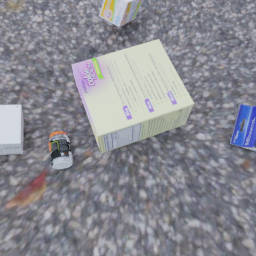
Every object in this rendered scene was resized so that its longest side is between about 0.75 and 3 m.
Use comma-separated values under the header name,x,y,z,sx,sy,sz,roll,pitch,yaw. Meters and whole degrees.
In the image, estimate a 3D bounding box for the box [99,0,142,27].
name,x,y,z,sx,sy,sz,roll,pitch,yaw
box,-0.201,-4.174,9.570,0.799,0.886,1.576,30,37,5

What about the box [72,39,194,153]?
name,x,y,z,sx,sy,sz,roll,pitch,yaw
box,0.076,-0.924,8.033,2.686,1.299,2.363,-19,66,-10

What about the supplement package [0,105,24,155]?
name,x,y,z,sx,sy,sz,roll,pitch,yaw
supplement package,-3.446,0.048,7.799,0.960,0.684,1.233,-2,61,-16

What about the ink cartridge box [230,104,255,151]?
name,x,y,z,sx,sy,sz,roll,pitch,yaw
ink cartridge box,4.201,0.165,7.537,2.527,0.495,1.257,14,84,12

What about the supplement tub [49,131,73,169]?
name,x,y,z,sx,sy,sz,roll,pitch,yaw
supplement tub,-1.862,0.605,7.697,0.577,0.577,0.942,-12,64,-6
